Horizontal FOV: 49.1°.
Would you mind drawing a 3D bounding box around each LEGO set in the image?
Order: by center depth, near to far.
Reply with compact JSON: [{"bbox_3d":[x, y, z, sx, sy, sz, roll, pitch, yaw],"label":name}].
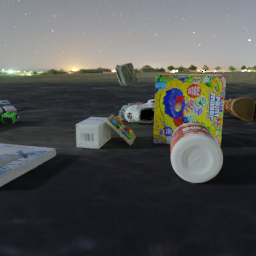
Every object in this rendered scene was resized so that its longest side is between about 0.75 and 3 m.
[{"bbox_3d":[-7.946,-1.182,16.420,2.020,0.664,2.704,-7,24,-36],"label":"LEGO set"}]

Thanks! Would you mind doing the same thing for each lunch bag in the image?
[{"bbox_3d":[-0.146,-2.425,12.867,0.715,1.027,0.861,-31,23,-24],"label":"lunch bag"}]

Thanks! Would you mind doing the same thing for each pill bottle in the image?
[{"bbox_3d":[1.582,0.473,6.820,1.096,1.096,1.954,2,13,7],"label":"pill bottle"}]

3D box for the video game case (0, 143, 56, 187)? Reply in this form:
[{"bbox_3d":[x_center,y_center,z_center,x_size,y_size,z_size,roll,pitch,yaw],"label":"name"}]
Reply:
[{"bbox_3d":[-3.400,0.844,7.075,2.196,0.265,2.409,4,13,16],"label":"video game case"}]

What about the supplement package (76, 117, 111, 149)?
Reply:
[{"bbox_3d":[-1.103,0.126,9.224,0.768,0.771,1.314,3,12,12],"label":"supplement package"}]

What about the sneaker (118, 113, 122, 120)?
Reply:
[{"bbox_3d":[-0.003,-0.665,13.519,0.751,0.491,1.306,6,17,12],"label":"sneaker"}]

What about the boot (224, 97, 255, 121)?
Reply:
[{"bbox_3d":[5.338,-1.007,13.939,2.924,1.077,2.262,6,8,-35],"label":"boot"}]

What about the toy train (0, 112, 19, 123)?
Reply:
[{"bbox_3d":[-6.104,-0.464,12.811,2.221,0.463,0.626,2,23,8],"label":"toy train"}]

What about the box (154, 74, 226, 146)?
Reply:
[{"bbox_3d":[2.016,-0.666,9.371,2.157,2.239,1.366,3,12,12],"label":"box"}]

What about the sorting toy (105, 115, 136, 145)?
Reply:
[{"bbox_3d":[-0.202,0.012,9.455,1.147,0.226,1.239,43,12,-2],"label":"sorting toy"}]

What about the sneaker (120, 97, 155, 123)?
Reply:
[{"bbox_3d":[1.097,-0.718,12.824,2.847,1.055,1.260,-20,28,-40],"label":"sneaker"}]

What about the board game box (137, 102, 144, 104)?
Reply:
[{"bbox_3d":[0.872,-1.601,18.486,0.943,0.232,1.194,4,13,18],"label":"board game box"}]
